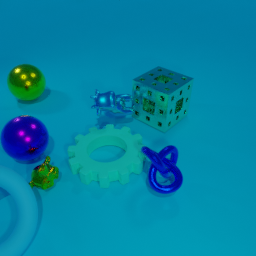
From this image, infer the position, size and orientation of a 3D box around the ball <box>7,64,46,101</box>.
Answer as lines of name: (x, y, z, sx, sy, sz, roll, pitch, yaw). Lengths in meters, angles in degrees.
ball: (-3.556, -1.601, 9.845, 1.299, 1.299, 1.299, 0, 38, 0)

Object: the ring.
ring: (-2.717, 1.675, 5.407, 0.411, 2.056, 2.056, -30, 19, 38)

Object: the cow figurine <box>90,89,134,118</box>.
cow figurine: (-0.545, -0.685, 8.557, 1.442, 1.466, 0.805, -1, 81, -23)

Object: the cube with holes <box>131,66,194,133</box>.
cube with holes: (1.070, -0.958, 8.952, 1.356, 1.356, 1.356, 28, 44, 31)

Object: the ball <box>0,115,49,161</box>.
ball: (-2.751, 0.271, 7.508, 1.229, 1.229, 1.229, 0, 38, 0)

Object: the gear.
gear: (-0.558, 0.686, 7.611, 2.079, 0.385, 2.079, -2, 38, 1)

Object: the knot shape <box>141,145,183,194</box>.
knot shape: (0.881, 0.868, 6.702, 1.175, 0.580, 1.255, -22, 81, -51)

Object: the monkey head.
monkey head: (-2.103, 1.097, 6.813, 0.633, 0.755, 1.050, 12, 56, 27)
